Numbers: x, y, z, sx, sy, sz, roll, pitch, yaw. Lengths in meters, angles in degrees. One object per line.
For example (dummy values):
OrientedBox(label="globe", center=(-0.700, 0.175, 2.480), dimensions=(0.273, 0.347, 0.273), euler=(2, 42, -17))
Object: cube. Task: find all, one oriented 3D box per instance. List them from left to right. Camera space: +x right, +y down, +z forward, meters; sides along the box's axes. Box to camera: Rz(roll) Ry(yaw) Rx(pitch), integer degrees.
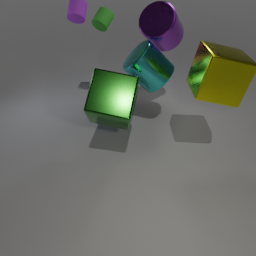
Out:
OrientedBox(label="cube", center=(-0.485, -0.869, 8.914), dimensions=(1.400, 1.400, 1.400), euler=(12, 77, 2))
OrientedBox(label="cube", center=(2.767, -1.646, 8.501), dimensions=(1.400, 1.400, 1.400), euler=(10, 32, -8))

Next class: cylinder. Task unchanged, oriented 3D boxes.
OrientedBox(label="cylinder", center=(-1.949, -4.492, 10.736), dimensions=(0.700, 0.700, 0.700), euler=(6, -10, 1))
OrientedBox(label="cylinder", center=(-1.042, -4.487, 11.573), dimensions=(0.700, 0.700, 0.700), euler=(19, 74, 26))
OrientedBox(label="cylinder", center=(0.761, -2.273, 10.421), dimensions=(1.400, 1.400, 1.400), euler=(38, 25, -24))
OrientedBox(label="cylinder", center=(1.283, -3.810, 10.618), dimensions=(1.400, 1.400, 1.400), euler=(17, 1, 23))
